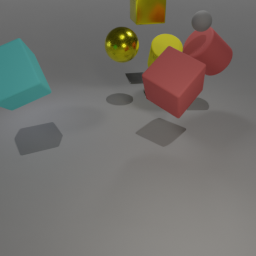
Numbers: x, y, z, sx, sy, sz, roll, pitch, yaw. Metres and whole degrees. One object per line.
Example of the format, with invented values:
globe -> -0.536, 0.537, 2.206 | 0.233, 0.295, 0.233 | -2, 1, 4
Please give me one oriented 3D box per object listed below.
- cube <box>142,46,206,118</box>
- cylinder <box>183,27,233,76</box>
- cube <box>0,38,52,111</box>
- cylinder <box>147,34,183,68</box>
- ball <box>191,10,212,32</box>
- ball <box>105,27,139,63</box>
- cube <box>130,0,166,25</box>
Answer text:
cube -> 1.467, -1.445, 8.961 | 1.400, 1.400, 1.400 | 35, 75, 23
cylinder -> 3.119, -2.995, 10.987 | 1.400, 1.400, 1.400 | 28, 12, -34
cube -> -3.284, -1.486, 8.148 | 1.400, 1.400, 1.400 | -25, -2, -4
cylinder -> 1.662, -3.292, 12.799 | 1.400, 1.400, 1.400 | 1, 69, -3
ball -> 2.575, -3.723, 9.772 | 0.700, 0.700, 0.700 | 0, 29, 0
ball -> -0.248, -3.353, 11.315 | 1.400, 1.400, 1.400 | 0, 29, 0
cube -> 0.904, -5.702, 13.058 | 1.400, 1.400, 1.400 | -7, 33, -9
